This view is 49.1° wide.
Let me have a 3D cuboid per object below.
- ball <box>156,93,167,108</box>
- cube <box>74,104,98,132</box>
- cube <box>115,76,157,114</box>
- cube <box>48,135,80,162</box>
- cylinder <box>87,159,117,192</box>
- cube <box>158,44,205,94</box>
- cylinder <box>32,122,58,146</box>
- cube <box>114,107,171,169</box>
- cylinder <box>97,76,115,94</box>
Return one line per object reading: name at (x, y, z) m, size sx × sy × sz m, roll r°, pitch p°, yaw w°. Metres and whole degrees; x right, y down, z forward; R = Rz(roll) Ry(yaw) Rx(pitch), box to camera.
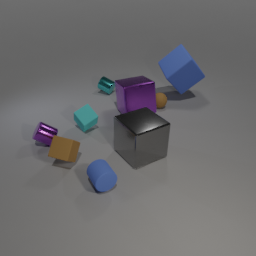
ball at (1.476, -1.297, 13.057) m, size 0.700 × 0.700 × 0.700 m, roll 0°, pitch 31°, yaw 0°
cube at (-1.689, -0.398, 11.207) m, size 0.700 × 0.700 × 0.700 m, roll -36°, pitch 78°, yaw -21°
cube at (0.322, -1.390, 12.298) m, size 1.400 × 1.400 × 1.400 m, roll -12°, pitch 24°, yaw -14°
cube at (-2.076, 0.693, 9.173) m, size 0.700 × 0.700 × 0.700 m, roll 12°, pitch -7°, yaw 13°
cylinder at (-0.775, 1.395, 8.276) m, size 0.700 × 0.700 × 0.700 m, roll -16°, pitch 36°, yaw -24°
cube at (2.526, -2.775, 13.294) m, size 1.400 × 1.400 × 1.400 m, roll -36°, pitch 44°, yaw 20°
cylinder at (-3.052, 0.214, 10.324) m, size 0.700 × 0.700 × 0.700 m, roll 26°, pitch 21°, yaw -25°
cube at (0.446, 0.305, 9.686) m, size 1.400 × 1.400 × 1.400 m, roll -18°, pitch 37°, yaw -28°
cylinder at (-1.105, -2.209, 14.468) m, size 0.700 × 0.700 × 0.700 m, roll 29°, pitch 37°, yaw 9°
